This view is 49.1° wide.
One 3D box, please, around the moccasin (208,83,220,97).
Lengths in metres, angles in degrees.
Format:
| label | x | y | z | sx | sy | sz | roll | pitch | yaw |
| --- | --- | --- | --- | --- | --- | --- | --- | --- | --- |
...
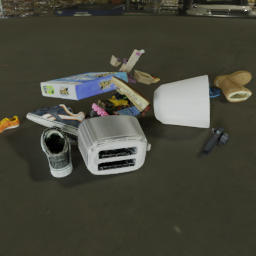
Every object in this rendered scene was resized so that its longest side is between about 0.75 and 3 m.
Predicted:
| label | x | y | z | sx | sy | sz | roll | pitch | yaw |
| --- | --- | --- | --- | --- | --- | --- | --- | --- | --- |
| moccasin | 3.858 | -1.919 | 14.271 | 1.741 | 0.594 | 0.700 | -2 | 28 | -5 |

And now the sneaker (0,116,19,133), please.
| label | x | y | z | sx | sy | sz | roll | pitch | yaw |
| --- | --- | --- | --- | --- | --- | --- | --- | --- | --- |
| sneaker | -4.940 | -0.141 | 11.075 | 0.462 | 0.488 | 1.266 | 22 | 37 | 33 |

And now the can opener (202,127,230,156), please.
| label | x | y | z | sx | sy | sz | roll | pitch | yaw |
| --- | --- | --- | --- | --- | --- | --- | --- | --- | --- |
| can opener | 3.078 | 0.430 | 9.947 | 0.660 | 0.532 | 1.679 | 22 | 35 | 33 |

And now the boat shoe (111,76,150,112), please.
| label | x | y | z | sx | sy | sz | roll | pitch | yaw |
| --- | --- | --- | --- | --- | --- | --- | --- | --- | --- |
| boat shoe | 0.009 | -1.168 | 9.492 | 1.559 | 0.489 | 0.571 | 37 | 17 | -8 |

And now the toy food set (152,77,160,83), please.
| label | x | y | z | sx | sy | sz | roll | pitch | yaw |
| --- | --- | --- | --- | --- | --- | --- | --- | --- | --- |
| toy food set | 1.424 | -2.848 | 16.450 | 0.753 | 0.185 | 0.761 | -11 | 30 | -19 |

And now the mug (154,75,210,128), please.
| label | x | y | z | sx | sy | sz | roll | pitch | yaw |
| --- | --- | --- | --- | --- | --- | --- | --- | --- | --- |
| mug | 2.215 | -0.876 | 11.487 | 2.105 | 2.565 | 2.054 | -3 | 60 | 14 |

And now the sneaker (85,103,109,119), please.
| label | x | y | z | sx | sy | sz | roll | pitch | yaw |
| --- | --- | --- | --- | --- | --- | --- | --- | --- | --- |
| sneaker | -0.984 | -0.082 | 10.880 | 0.952 | 0.789 | 1.997 | -46 | 54 | 0 |

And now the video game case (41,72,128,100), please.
| label | x | y | z | sx | sy | sz | roll | pitch | yaw |
| --- | --- | --- | --- | --- | --- | --- | --- | --- | --- |
| video game case | -1.599 | -1.630 | 10.364 | 2.177 | 0.546 | 2.402 | 12 | 26 | 42 |

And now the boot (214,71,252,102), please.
| label | x | y | z | sx | sy | sz | roll | pitch | yaw |
| --- | --- | --- | --- | --- | --- | --- | --- | --- | --- |
| boot | 5.796 | -2.140 | 14.560 | 2.134 | 0.806 | 2.436 | -13 | 27 | 3 |

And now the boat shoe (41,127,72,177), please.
| label | x | y | z | sx | sy | sz | roll | pitch | yaw |
| --- | --- | --- | --- | --- | --- | --- | --- | --- | --- |
| boat shoe | -2.355 | 0.491 | 9.361 | 0.979 | 0.963 | 2.717 | -11 | 30 | -20 |

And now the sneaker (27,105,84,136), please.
| label | x | y | z | sx | sy | sz | roll | pitch | yaw |
| --- | --- | --- | --- | --- | --- | --- | --- | --- | --- |
| sneaker | -2.740 | -0.433 | 10.873 | 2.385 | 0.947 | 0.935 | 15 | -10 | 15 |

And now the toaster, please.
| label | x | y | z | sx | sy | sz | roll | pitch | yaw |
| --- | --- | --- | --- | --- | --- | --- | --- | --- | --- |
| toaster | -0.561 | 0.506 | 8.845 | 2.472 | 1.405 | 1.597 | -4 | 30 | -19 |

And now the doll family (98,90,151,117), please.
| label | x | y | z | sx | sy | sz | roll | pitch | yaw |
| --- | --- | --- | --- | --- | --- | --- | --- | --- | --- |
| doll family | -0.230 | -0.815 | 11.847 | 1.614 | 1.095 | 2.791 | -13 | 36 | -31 |

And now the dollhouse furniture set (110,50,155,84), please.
| label | x | y | z | sx | sy | sz | roll | pitch | yaw |
| --- | --- | --- | --- | --- | --- | --- | --- | --- | --- |
| dollhouse furniture set | 0.492 | -2.759 | 11.840 | 1.821 | 1.292 | 1.443 | 4 | 39 | -48 |
